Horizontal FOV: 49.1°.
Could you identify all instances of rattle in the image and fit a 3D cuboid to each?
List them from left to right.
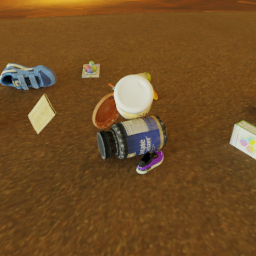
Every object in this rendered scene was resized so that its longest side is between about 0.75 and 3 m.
[{"bbox_3d":[0.228,-1.737,13.361,2.001,1.429,1.303,-17,2,-5],"label":"rattle"}]

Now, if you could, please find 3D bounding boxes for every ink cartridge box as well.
[{"bbox_3d":[4.448,0.528,9.734,0.498,0.872,1.679,-22,41,-28],"label":"ink cartridge box"}]

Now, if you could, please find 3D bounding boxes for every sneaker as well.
[{"bbox_3d":[-4.923,-2.415,13.812,2.962,1.095,1.218,6,41,16],"label":"sneaker"},{"bbox_3d":[0.789,0.985,9.296,0.431,0.617,1.241,27,42,32],"label":"sneaker"}]

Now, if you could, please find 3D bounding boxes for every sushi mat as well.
[{"bbox_3d":[-3.026,-0.458,9.766,0.103,1.702,0.814,-25,84,-43],"label":"sushi mat"}]

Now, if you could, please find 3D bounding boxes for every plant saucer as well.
[{"bbox_3d":[-0.795,-0.679,10.742,0.243,1.507,1.507,34,47,27],"label":"plant saucer"}]

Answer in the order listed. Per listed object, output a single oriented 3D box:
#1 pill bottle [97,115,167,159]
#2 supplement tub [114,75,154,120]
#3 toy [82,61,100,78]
[{"bbox_3d":[0.118,0.358,9.655,2.217,1.240,1.240,-13,37,-17],"label":"pill bottle"},{"bbox_3d":[0.197,-0.985,9.708,1.279,1.279,1.760,1,-9,1],"label":"supplement tub"},{"bbox_3d":[-2.072,-3.328,15.622,0.920,0.377,1.598,-2,35,-2],"label":"toy"}]
